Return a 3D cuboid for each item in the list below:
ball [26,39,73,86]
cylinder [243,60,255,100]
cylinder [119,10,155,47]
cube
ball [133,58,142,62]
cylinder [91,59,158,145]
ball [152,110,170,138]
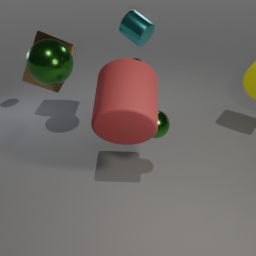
[{"bbox_3d":[-2.392,-2.015,8.627,1.400,1.400,1.400,0,30,0],"label":"ball"},{"bbox_3d":[4.748,-1.761,9.247,1.400,1.400,1.400,22,50,33],"label":"cylinder"},{"bbox_3d":[0.238,-2.652,7.477,0.700,0.700,0.700,40,42,11],"label":"cylinder"},{"bbox_3d":[-2.943,-2.405,10.367,1.400,1.400,1.400,17,61,-22],"label":"cube"},{"bbox_3d":[0.339,-2.830,12.789,0.700,0.700,0.700,0,30,0],"label":"ball"},{"bbox_3d":[-0.042,-0.556,6.229,1.400,1.400,1.400,2,57,3],"label":"cylinder"},{"bbox_3d":[0.679,-0.093,6.926,0.700,0.700,0.700,0,30,0],"label":"ball"}]
